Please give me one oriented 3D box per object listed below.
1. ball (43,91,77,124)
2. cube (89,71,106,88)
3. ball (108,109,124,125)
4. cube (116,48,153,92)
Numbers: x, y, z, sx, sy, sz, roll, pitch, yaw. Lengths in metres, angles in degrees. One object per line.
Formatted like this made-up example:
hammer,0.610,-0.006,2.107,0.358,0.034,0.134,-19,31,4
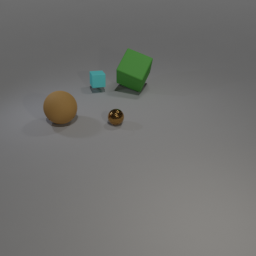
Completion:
ball,-2.841,-0.866,11.783,1.400,1.400,1.400,0,31,0
cube,-1.589,-2.548,14.599,0.700,0.700,0.700,-7,29,-17
ball,-0.512,-0.468,11.847,0.700,0.700,0.700,0,31,0
cube,0.313,-2.941,14.422,1.400,1.400,1.400,24,72,6
